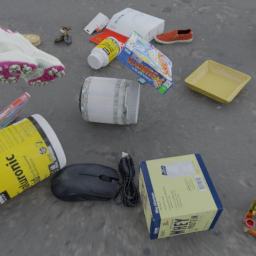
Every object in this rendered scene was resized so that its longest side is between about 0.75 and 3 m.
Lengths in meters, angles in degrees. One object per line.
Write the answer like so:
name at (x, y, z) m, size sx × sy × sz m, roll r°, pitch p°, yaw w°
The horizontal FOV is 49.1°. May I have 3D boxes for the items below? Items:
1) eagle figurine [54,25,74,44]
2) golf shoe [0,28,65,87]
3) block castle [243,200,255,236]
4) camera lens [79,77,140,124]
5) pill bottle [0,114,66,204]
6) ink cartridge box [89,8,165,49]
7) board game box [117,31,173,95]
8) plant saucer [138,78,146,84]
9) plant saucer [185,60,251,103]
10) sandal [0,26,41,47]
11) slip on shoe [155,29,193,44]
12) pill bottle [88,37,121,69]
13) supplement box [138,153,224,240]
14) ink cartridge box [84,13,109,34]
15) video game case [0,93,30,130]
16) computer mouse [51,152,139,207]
eagle figurine at (-2.850, -4.098, 12.432) m, size 0.722 × 0.718 × 0.952 m, roll -9°, pitch 68°, yaw 48°
golf shoe at (-2.193, -1.569, 6.110) m, size 0.953 × 2.532 × 1.159 m, roll -27°, pitch 89°, yaw 11°
block castle at (3.240, 2.073, 6.612) m, size 0.723 × 0.508 × 1.083 m, roll 28°, pitch 53°, yaw 24°
camera lens at (-0.557, -0.844, 8.715) m, size 1.753 × 1.402 × 1.402 m, roll 5°, pitch 47°, yaw 5°
pill bottle at (-3.175, 0.967, 6.890) m, size 2.925 × 1.628 × 1.628 m, roll -30°, pitch 54°, yaw -25°
ink cartridge box at (-0.052, -4.391, 12.568) m, size 2.214 × 0.654 × 2.766 m, roll 32°, pitch 53°, yaw 26°
board game box at (0.545, -1.896, 7.779) m, size 1.524 × 0.388 × 2.252 m, roll 36°, pitch 27°, yaw -13°
plant saucer at (0.746, -1.909, 10.640) m, size 0.802 × 0.076 × 0.280 m, roll -32°, pitch 55°, yaw -28°
plant saucer at (3.210, -1.620, 10.126) m, size 1.777 × 0.431 × 1.777 m, roll 31°, pitch 55°, yaw 26°
sandal at (-5.250, -3.979, 11.993) m, size 2.781 × 0.915 × 1.020 m, roll -4°, pitch 47°, yaw -4°
slip on shoe at (2.027, -4.093, 12.376) m, size 1.724 × 0.528 × 0.639 m, roll -5°, pitch 49°, yaw -2°
pill bottle at (-0.954, -2.951, 11.111) m, size 0.798 × 0.798 × 1.419 m, roll 22°, pitch 51°, yaw 19°
supplement box at (1.142, 1.598, 6.683) m, size 1.549 × 1.041 × 1.550 m, roll -7°, pitch 47°, yaw -7°
ink cartridge box at (-1.471, -4.815, 13.122) m, size 1.136 × 0.286 × 0.619 m, roll -46°, pitch 57°, yaw 1°
video game case at (-3.777, -0.063, 8.007) m, size 0.184 × 1.512 × 2.115 m, roll 44°, pitch 49°, yaw -10°
computer mouse at (-0.898, 1.298, 7.275) m, size 2.265 × 0.597 × 1.568 m, roll -3°, pitch 48°, yaw -3°
